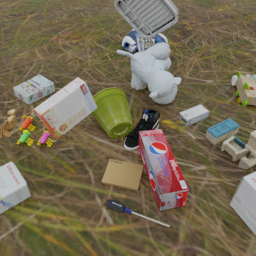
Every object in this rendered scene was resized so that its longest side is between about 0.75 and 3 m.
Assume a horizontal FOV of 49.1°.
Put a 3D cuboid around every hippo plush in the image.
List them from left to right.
[{"bbox_3d":[1.363,-2.341,11.864,2.278,2.860,2.299,-37,60,-6],"label":"hippo plush"}]

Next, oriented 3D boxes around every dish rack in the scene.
[{"bbox_3d":[0.827,-5.141,11.993,0.596,2.348,2.736,-54,21,-18],"label":"dish rack"}]

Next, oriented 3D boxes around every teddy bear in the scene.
[{"bbox_3d":[-3.165,-0.087,7.520,0.312,0.933,0.677,12,25,-32],"label":"teddy bear"}]

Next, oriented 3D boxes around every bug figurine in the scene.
[{"bbox_3d":[-3.403,0.100,10.695,1.820,0.468,1.412,5,44,5],"label":"bug figurine"}]

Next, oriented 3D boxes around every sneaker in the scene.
[{"bbox_3d":[0.495,-0.077,10.447,0.690,1.056,1.887,28,50,26],"label":"sneaker"},{"bbox_3d":[0.830,-4.582,15.460,2.327,0.937,1.704,21,55,16],"label":"sneaker"}]

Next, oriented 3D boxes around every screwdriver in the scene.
[{"bbox_3d":[0.243,2.538,8.210,2.007,0.280,0.292,18,18,22],"label":"screwdriver"}]

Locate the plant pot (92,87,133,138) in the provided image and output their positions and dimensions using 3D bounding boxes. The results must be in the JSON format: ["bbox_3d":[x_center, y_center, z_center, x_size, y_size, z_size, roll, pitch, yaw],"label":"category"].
[{"bbox_3d":[-0.538,-0.467,10.710,1.550,1.550,1.492,-15,57,-16],"label":"plant pot"}]

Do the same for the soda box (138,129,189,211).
[{"bbox_3d":[1.061,1.256,9.114,0.844,0.932,2.662,-8,44,-9],"label":"soda box"}]

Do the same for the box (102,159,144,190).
[{"bbox_3d":[-0.164,1.545,9.398,1.228,0.131,1.004,10,45,9],"label":"box"}]

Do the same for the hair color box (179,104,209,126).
[{"bbox_3d":[2.700,-0.533,11.463,1.114,0.338,0.551,-21,47,-22],"label":"hair color box"}]

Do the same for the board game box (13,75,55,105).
[{"bbox_3d":[-4.227,-1.753,12.677,1.071,0.467,1.452,31,50,29],"label":"board game box"}]

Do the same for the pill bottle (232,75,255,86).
[{"bbox_3d":[5.418,-2.210,13.086,0.996,0.563,0.563,-1,43,0],"label":"pill bottle"}]

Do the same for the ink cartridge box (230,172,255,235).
[{"bbox_3d":[4.279,1.995,7.959,1.995,1.443,1.450,-19,46,-19],"label":"ink cartridge box"}]

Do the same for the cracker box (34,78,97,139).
[{"bbox_3d":[-1.678,-0.541,7.751,1.517,1.016,0.438,-39,50,-17],"label":"cracker box"}]

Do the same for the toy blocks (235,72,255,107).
[{"bbox_3d":[5.523,-1.616,12.295,1.209,0.884,1.769,7,50,-7],"label":"toy blocks"}]

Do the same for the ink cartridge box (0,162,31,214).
[{"bbox_3d":[-4.007,1.955,8.556,1.634,0.677,1.191,-29,50,-27],"label":"ink cartridge box"}]

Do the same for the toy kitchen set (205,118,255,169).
[{"bbox_3d":[3.999,0.126,9.781,1.228,1.670,2.084,-23,48,-22],"label":"toy kitchen set"}]
